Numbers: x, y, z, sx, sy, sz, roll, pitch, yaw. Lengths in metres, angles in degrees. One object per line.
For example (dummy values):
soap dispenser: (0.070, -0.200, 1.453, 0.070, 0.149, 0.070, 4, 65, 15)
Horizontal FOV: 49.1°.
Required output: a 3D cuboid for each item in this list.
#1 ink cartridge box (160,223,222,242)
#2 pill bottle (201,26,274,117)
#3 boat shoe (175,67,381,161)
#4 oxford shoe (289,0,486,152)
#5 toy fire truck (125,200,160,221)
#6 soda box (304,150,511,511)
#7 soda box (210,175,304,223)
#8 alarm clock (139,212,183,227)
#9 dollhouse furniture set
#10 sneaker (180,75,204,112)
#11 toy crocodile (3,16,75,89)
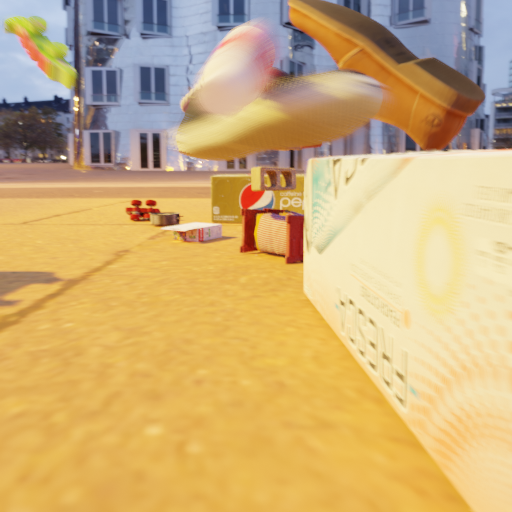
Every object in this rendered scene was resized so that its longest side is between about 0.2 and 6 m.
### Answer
ink cartridge box: (-1.262, -0.445, 10.978, 0.643, 0.297, 1.181, 6, 12, 31)
pill bottle: (-0.197, -1.909, 5.826, 0.583, 0.583, 1.039, 3, 45, 18)
boat shoe: (0.113, -1.995, 7.374, 1.275, 1.064, 3.419, 10, -6, -40)
oxford shoe: (1.724, -2.979, 8.983, 1.322, 1.321, 3.706, -22, 59, -41)
toy fire truck: (-2.964, -1.125, 14.825, 0.923, 0.517, 0.775, 0, -15, -2)
soda box: (1.406, 0.044, 3.948, 1.447, 1.556, 4.551, -1, 9, -6)
soda box: (0.690, -1.467, 14.326, 3.590, 1.216, 1.149, 1, 9, 6)
alarm clock: (-2.291, -0.877, 13.471, 1.024, 0.341, 0.691, 2, 10, 0)
dollhouse furniture set: (0.476, -1.155, 8.909, 0.976, 2.399, 1.291, -5, 9, -36)
sneaker: (-0.917, -3.087, 11.002, 0.630, 0.693, 1.567, -41, 7, -37)
toy crocodile: (-3.501, -3.348, 9.132, 0.516, 1.672, 0.564, -29, -18, -39)
